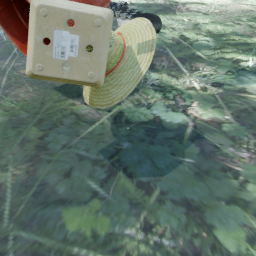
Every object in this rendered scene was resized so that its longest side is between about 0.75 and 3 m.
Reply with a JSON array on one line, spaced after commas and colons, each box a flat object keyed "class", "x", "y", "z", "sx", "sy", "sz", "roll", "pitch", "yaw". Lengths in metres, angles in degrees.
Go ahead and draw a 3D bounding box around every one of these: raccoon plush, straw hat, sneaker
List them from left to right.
[{"class": "straw hat", "x": -0.642, "y": -1.755, "z": 6.307, "sx": 1.109, "sy": 2.620, "sz": 2.620, "roll": 28, "pitch": 21, "yaw": -36}, {"class": "raccoon plush", "x": -0.364, "y": -3.782, "z": 9.339, "sx": 0.715, "sy": 1.068, "sz": 0.516, "roll": 8, "pitch": -3, "yaw": 14}, {"class": "sneaker", "x": 0.331, "y": -2.816, "z": 8.079, "sx": 0.773, "sy": 0.923, "sz": 2.086, "roll": -17, "pitch": 35, "yaw": -19}]

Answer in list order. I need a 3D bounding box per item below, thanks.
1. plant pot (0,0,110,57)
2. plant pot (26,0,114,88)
[{"class": "plant pot", "x": -2.067, "y": -3.561, "z": 8.133, "sx": 2.704, "sy": 2.704, "sz": 2.629, "roll": 26, "pitch": 60, "yaw": 30}, {"class": "plant pot", "x": -1.013, "y": -1.450, "z": 4.869, "sx": 1.537, "sy": 1.535, "sz": 1.361, "roll": 6, "pitch": 16, "yaw": -14}]
